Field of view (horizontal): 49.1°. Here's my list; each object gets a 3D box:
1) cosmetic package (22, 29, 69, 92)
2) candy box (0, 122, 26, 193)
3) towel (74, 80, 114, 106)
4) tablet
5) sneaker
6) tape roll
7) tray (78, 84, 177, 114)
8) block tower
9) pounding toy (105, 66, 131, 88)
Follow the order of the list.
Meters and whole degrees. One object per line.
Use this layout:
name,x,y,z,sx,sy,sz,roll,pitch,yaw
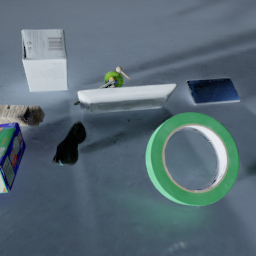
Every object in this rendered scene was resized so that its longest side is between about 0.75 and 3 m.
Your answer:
cosmetic package,-2.939,-2.398,10.117,1.445,1.737,1.454,-6,62,-13
candy box,-3.823,0.750,6.609,2.279,0.878,1.927,-8,30,-5
towel,-1.128,-1.173,9.616,1.198,0.215,1.244,-19,16,47
tablet,3.075,-1.338,10.143,1.769,0.121,1.151,-5,57,-8
sneaker,-1.583,0.377,7.509,0.618,0.588,1.560,-15,35,22
tape roll,1.404,0.667,6.147,1.996,0.480,1.996,2,77,-8
tray,-0.031,-0.857,8.927,2.985,1.603,0.331,-5,76,-7
block tower,-3.528,-0.385,8.546,1.802,0.521,0.487,0,57,9
pounding toy,-0.473,-1.731,10.253,0.926,0.715,0.430,-32,20,26
